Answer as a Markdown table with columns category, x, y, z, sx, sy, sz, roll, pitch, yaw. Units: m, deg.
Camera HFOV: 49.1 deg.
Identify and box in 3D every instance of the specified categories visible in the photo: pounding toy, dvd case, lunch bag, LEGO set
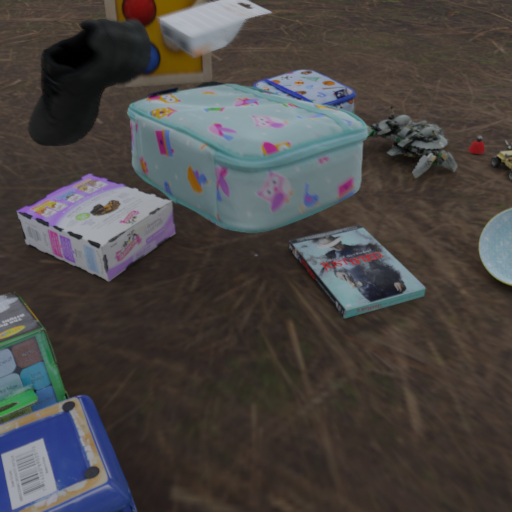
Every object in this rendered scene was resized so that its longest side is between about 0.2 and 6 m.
| category | x | y | z | sx | sy | sz | roll | pitch | yaw |
| --- | --- | --- | --- | --- | --- | --- | --- | --- | --- |
| pounding toy | -1.322 | -3.653 | 8.737 | 1.965 | 1.809 | 1.397 | -7 | 28 | -11 |
| dvd case | 1.354 | 0.159 | 7.842 | 1.236 | 0.186 | 1.693 | -13 | 36 | -17 |
| lunch bag | -0.138 | -1.298 | 6.437 | 2.052 | 0.986 | 2.559 | -25 | 40 | -33 |
| lunch bag | 1.023 | -3.388 | 12.357 | 1.770 | 0.835 | 2.209 | -21 | 39 | -25 |
| LEGO set | 3.469 | -2.240 | 10.630 | 3.174 | 0.899 | 2.061 | -1 | 35 | -1 |

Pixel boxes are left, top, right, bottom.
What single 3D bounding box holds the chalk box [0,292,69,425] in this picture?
| category | x | y | z | sx | sy | sz | roll | pitch | yaw |
| --- | --- | --- | --- | --- | --- | --- | --- | --- | --- |
| chalk box | -2.431 | 1.199 | 5.170 | 1.100 | 1.094 | 1.768 | -20 | 22 | -27 |

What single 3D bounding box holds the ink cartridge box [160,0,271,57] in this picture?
| category | x | y | z | sx | sy | sz | roll | pitch | yaw |
| --- | --- | --- | --- | --- | --- | --- | --- | --- | --- |
| ink cartridge box | -0.510 | -2.895 | 7.011 | 1.139 | 0.286 | 0.924 | -23 | 44 | -20 |

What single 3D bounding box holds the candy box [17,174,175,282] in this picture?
| category | x | y | z | sx | sy | sz | roll | pitch | yaw |
| --- | --- | --- | --- | --- | --- | --- | --- | --- | --- |
| candy box | -2.351 | -0.491 | 8.373 | 1.757 | 0.628 | 1.474 | 20 | 40 | 27 |

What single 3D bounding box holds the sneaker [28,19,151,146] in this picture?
| category | x | y | z | sx | sy | sz | roll | pitch | yaw |
| --- | --- | --- | --- | --- | --- | --- | --- | --- | --- |
| sneaker | -2.356 | -2.201 | 7.050 | 0.850 | 2.239 | 1.016 | 58 | 31 | 10 |

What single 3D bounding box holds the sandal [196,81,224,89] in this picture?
| category | x | y | z | sx | sy | sz | roll | pitch | yaw |
| --- | --- | --- | --- | --- | --- | --- | --- | --- | --- |
| sandal | -0.588 | -2.733 | 11.679 | 1.059 | 0.674 | 2.818 | -14 | 50 | -20 |

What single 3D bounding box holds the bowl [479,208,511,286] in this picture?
| category | x | y | z | sx | sy | sz | roll | pitch | yaw |
| --- | --- | --- | --- | --- | --- | --- | --- | --- | --- |
| bowl | 3.682 | -0.061 | 7.684 | 1.115 | 1.115 | 0.600 | 28 | 0 | 34 |

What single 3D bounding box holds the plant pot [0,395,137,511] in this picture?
| category | x | y | z | sx | sy | sz | roll | pitch | yaw |
| --- | --- | --- | --- | --- | --- | --- | --- | --- | --- |
| plant pot | -1.640 | 1.969 | 4.400 | 1.313 | 1.180 | 1.313 | -17 | 38 | -24 |
